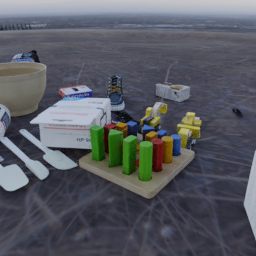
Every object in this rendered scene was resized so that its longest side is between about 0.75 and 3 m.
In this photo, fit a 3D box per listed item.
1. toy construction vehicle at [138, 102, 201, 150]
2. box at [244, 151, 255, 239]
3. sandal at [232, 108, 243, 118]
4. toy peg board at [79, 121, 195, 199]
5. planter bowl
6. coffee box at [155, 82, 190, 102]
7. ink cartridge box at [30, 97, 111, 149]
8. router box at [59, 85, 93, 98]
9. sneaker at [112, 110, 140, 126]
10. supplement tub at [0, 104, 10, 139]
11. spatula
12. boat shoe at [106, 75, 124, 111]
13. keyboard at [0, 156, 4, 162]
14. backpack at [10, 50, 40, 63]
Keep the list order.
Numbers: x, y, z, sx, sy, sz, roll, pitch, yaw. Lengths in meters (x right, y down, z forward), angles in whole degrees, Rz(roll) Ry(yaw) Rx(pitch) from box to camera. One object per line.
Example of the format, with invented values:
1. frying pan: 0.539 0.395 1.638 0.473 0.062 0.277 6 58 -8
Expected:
1. toy construction vehicle: 1.500 -0.212 9.423 2.000 0.809 2.298 12 27 25
2. box: 3.354 1.659 4.576 2.066 1.443 2.713 3 25 7
3. sandal: 4.370 -0.630 11.115 0.297 0.167 0.780 0 25 1
4. toy peg board: 0.284 0.442 7.595 2.352 1.151 2.342 18 30 33
5. planter bowl: -4.498 -1.514 11.154 2.597 1.748 2.597 1 25 0
6. coffee box: 2.035 -1.692 12.948 1.418 0.566 0.801 21 32 37
7. ink cartridge box: -1.618 -0.147 8.738 1.719 1.005 2.963 2 19 7
8. router box: -2.470 -1.669 13.202 1.290 0.315 1.158 -13 27 -25
9. sneaker: -0.088 -0.352 10.040 1.119 0.490 0.424 12 20 27
10. supplement tub: -4.423 -0.169 9.130 0.976 0.976 1.390 -4 25 -9
11. spatula: -3.057 0.746 7.887 1.993 0.230 2.867 -23 37 -40
12. boat shoe: -0.599 -1.552 12.058 0.820 1.053 2.319 -2 25 -4
13. keyboard: -4.830 0.717 8.270 2.690 0.143 0.757 14 33 29
14. backpack: -5.770 -3.412 15.752 1.580 1.658 1.278 3 38 14
